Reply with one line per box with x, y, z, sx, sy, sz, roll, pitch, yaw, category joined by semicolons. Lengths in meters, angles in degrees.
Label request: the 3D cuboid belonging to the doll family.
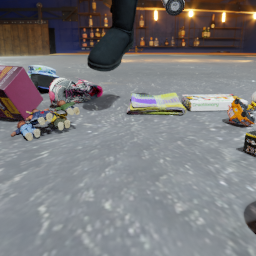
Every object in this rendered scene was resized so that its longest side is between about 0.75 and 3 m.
-2.319;-0.249;7.848;1.934;0.759;1.118;-16;28;-34;doll family

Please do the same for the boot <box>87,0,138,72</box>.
-0.460;-3.535;9.344;1.113;2.448;2.913;19;43;14;boot

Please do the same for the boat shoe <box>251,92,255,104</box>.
5.420;-0.805;9.462;2.474;0.877;0.864;20;23;31;boat shoe

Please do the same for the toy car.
3.757;-0.372;8.971;0.648;0.956;1.949;-39;-27;32;toy car

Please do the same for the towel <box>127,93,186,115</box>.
1.061;-0.986;10.784;2.054;0.326;2.860;0;18;4;towel

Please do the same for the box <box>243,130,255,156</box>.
3.984;0.390;6.166;2.156;0.532;1.722;-9;21;-27;box

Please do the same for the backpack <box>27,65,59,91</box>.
-4.311;-2.429;13.723;1.523;1.223;1.664;1;5;-41;backpack

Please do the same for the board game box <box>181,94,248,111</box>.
3.238;-0.982;10.681;2.105;0.364;1.329;-2;19;-5;board game box

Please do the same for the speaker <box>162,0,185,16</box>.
1.498;-4.488;9.758;0.649;0.649;1.597;-1;40;-2;speaker

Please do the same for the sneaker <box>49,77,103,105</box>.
-2.073;-1.497;11.218;0.973;1.051;2.607;13;21;30;sneaker

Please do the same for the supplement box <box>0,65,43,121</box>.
-4.306;-1.196;9.169;2.538;1.401;1.087;8;52;24;supplement box
